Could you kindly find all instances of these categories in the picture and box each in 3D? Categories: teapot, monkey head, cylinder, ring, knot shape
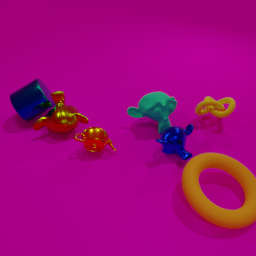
[{"bbox_3d":[-0.902,0.377,7.954,1.265,0.787,0.620,14,44,-17],"label":"teapot"},{"bbox_3d":[0.926,-0.483,8.787,1.753,1.261,1.056,-15,16,-20],"label":"monkey head"},{"bbox_3d":[-2.053,-0.428,8.527,1.672,1.203,1.008,-8,36,-1],"label":"monkey head"},{"bbox_3d":[-3.037,-0.900,8.977,1.027,1.027,1.027,-30,44,2],"label":"cylinder"},{"bbox_3d":[2.247,1.425,6.695,1.983,0.397,1.983,7,47,-8],"label":"ring"},{"bbox_3d":[2.855,-0.674,8.946,1.215,0.562,1.137,-16,18,-41],"label":"knot shape"},{"bbox_3d":[1.390,0.399,7.799,1.332,0.803,0.959,-22,37,-27],"label":"monkey head"}]
